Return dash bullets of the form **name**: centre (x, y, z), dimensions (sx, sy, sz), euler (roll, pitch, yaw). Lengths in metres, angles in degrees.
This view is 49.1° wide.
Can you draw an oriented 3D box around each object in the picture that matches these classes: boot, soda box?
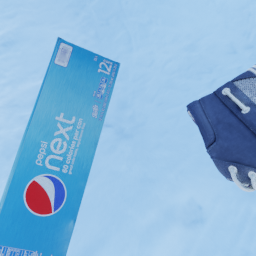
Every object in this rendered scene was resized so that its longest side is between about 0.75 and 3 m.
- **boot**: centre (1.604, 0.488, 2.952), dimensions (1.103, 0.889, 2.443), euler (-29, 59, 12)
- **soda box**: centre (-0.925, 0.337, 3.504), dimensions (0.846, 0.894, 2.636), euler (19, 77, -18)
